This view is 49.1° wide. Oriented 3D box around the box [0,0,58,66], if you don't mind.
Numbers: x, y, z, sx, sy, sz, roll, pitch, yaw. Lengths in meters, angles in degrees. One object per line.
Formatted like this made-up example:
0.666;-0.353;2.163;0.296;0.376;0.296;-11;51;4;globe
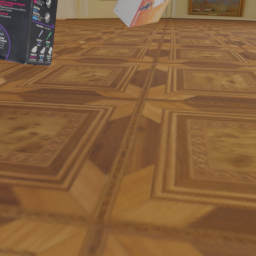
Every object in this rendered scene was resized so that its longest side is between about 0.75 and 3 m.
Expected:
-3.119;-3.339;7.917;1.753;2.867;1.521;13;13;9;box

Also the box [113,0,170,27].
0.544;-4.301;9.511;1.668;1.270;0.887;-29;74;-40;box
